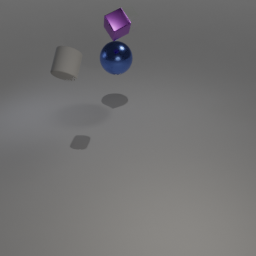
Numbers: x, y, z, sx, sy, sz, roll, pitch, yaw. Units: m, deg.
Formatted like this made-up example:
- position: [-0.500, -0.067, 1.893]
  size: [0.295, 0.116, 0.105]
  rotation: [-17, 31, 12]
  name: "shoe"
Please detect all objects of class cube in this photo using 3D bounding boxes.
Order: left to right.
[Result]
- position: [-0.393, -3.693, 10.021]
  size: [0.700, 0.700, 0.700]
  rotation: [-31, 84, -12]
  name: "cube"

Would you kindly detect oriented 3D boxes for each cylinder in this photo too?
- position: [-1.617, -1.688, 7.372]
  size: [0.700, 0.700, 0.700]
  rotation: [10, -10, 2]
  name: "cylinder"

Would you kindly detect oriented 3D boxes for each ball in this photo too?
- position: [-0.501, -2.962, 11.873]
  size: [1.400, 1.400, 1.400]
  rotation: [0, 32, 0]
  name: "ball"
